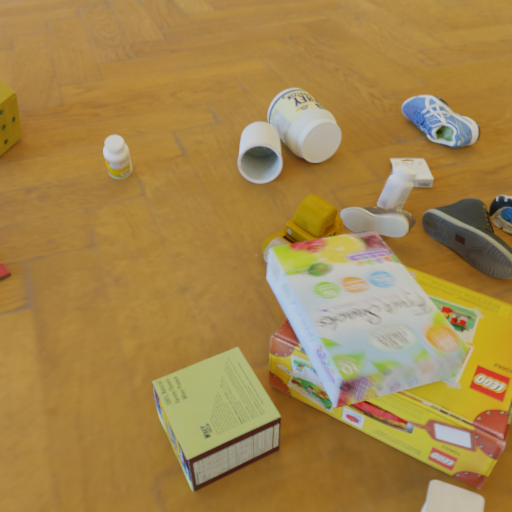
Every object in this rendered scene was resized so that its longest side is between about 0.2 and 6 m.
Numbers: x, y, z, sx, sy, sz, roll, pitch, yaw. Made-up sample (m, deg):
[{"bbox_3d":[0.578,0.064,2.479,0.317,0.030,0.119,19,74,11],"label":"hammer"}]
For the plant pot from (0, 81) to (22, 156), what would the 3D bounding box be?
[{"bbox_3d":[-6.749,-3.284,13.277,1.712,1.941,1.942,19,44,5],"label":"plant pot"}]

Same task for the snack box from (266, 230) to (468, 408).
[{"bbox_3d":[1.379,0.711,7.654,1.766,0.658,2.483,-11,43,-16],"label":"snack box"}]

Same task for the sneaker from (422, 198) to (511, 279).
[{"bbox_3d":[4.385,-0.472,10.798,1.146,0.807,2.158,-26,46,-22],"label":"sneaker"}]

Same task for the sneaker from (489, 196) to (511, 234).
[{"bbox_3d":[5.876,-0.568,10.905,1.067,0.923,2.463,-18,45,-26],"label":"sneaker"}]

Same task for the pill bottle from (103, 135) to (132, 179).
[{"bbox_3d":[-3.109,-2.220,12.538,0.555,1.000,0.555,2,62,-4],"label":"pill bottle"}]

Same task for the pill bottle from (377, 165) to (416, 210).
[{"bbox_3d":[2.938,-1.378,11.660,0.518,0.914,0.518,17,26,-9],"label":"pill bottle"}]

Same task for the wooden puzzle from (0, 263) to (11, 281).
[{"bbox_3d":[-5.995,0.722,9.933,1.744,0.207,2.941,22,47,23],"label":"wooden puzzle"}]

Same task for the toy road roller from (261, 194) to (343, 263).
[{"bbox_3d":[0.931,-0.423,10.493,1.591,1.162,0.978,-31,50,-30],"label":"toy road roller"}]

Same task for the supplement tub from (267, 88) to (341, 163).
[{"bbox_3d":[1.153,-3.120,13.431,1.252,1.252,1.727,-17,45,-18],"label":"supplement tub"}]

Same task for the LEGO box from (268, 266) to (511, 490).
[{"bbox_3d":[2.178,1.433,8.350,3.238,1.249,2.411,22,46,23],"label":"LEGO box"}]

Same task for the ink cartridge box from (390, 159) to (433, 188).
[{"bbox_3d":[3.551,-1.922,12.901,0.814,0.240,1.017,0,36,1],"label":"ink cartridge box"}]

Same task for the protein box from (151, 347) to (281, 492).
[{"bbox_3d":[-0.554,2.221,7.744,1.330,0.897,1.320,-19,45,-20],"label":"protein box"}]

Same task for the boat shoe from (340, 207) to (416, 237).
[{"bbox_3d":[2.410,-0.728,11.176,1.550,0.557,0.461,12,31,43],"label":"boat shoe"}]

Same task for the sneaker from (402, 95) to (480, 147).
[{"bbox_3d":[4.493,-3.386,14.042,0.846,0.831,2.196,-25,46,-30],"label":"sneaker"}]

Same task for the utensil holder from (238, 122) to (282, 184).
[{"bbox_3d":[0.102,-2.392,12.835,1.000,1.000,1.176,1,39,1],"label":"utensil holder"}]

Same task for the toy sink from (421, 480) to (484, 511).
[{"bbox_3d":[2.289,3.360,6.742,0.655,0.563,1.005,15,49,16],"label":"toy sink"}]
